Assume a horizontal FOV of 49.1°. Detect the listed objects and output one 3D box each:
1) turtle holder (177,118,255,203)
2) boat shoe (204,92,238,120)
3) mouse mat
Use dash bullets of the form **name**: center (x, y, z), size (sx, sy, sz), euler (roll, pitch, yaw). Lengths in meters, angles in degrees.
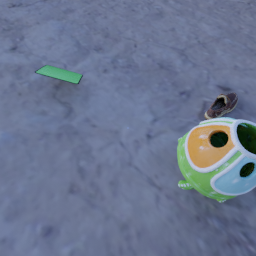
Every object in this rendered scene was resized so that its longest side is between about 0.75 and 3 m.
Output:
- **turtle holder**: center (2.368, 0.731, 6.258), size (2.376, 1.687, 1.805), euler (34, 51, -5)
- **boat shoe**: center (2.939, -0.770, 8.614), size (1.480, 0.533, 0.534), euler (-32, 57, -26)
- **mouse mat**: center (-2.142, -1.722, 8.935), size (1.319, 0.062, 1.639), euler (14, 20, -8)
